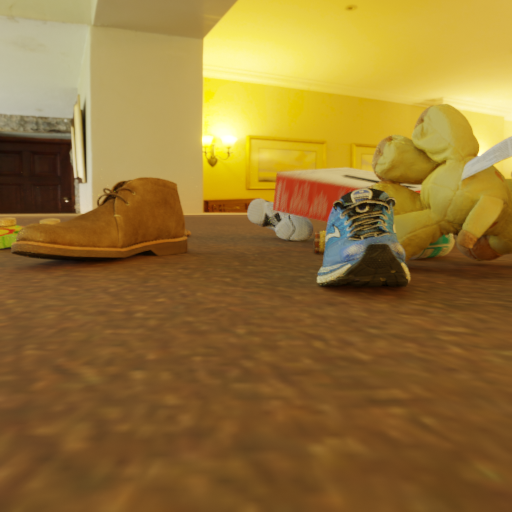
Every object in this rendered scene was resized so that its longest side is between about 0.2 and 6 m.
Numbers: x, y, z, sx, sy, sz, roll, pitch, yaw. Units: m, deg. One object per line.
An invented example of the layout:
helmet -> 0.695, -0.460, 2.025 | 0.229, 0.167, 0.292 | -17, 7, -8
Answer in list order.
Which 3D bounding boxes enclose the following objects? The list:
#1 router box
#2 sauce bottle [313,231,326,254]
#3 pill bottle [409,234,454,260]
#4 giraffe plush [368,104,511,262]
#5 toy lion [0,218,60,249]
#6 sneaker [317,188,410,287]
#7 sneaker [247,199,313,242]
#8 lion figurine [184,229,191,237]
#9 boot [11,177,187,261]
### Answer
router box -> 2.469, -1.224, 11.937 | 2.970, 0.809, 3.310 | 16, 18, 30
sauce bottle -> 1.653, -0.223, 9.891 | 1.284, 0.424, 0.424 | 2, 6, 2
pill bottle -> 2.668, -0.272, 9.191 | 1.151, 0.637, 0.637 | -4, 7, -36
giraffe plush -> 3.109, -0.722, 7.840 | 2.184, 2.324, 2.693 | 18, -10, -28
toy lion -> -5.064, -0.374, 11.264 | 1.727, 0.593, 1.655 | 2, 13, 13
sneaker -> 1.148, -0.230, 6.411 | 0.960, 1.090, 2.445 | 0, 6, 1
sneaker -> 0.844, -0.829, 13.863 | 1.212, 0.793, 2.109 | 12, 10, -45
lion figurine -> -1.893, -0.613, 14.811 | 0.424, 0.251, 0.692 | 4, 5, 20
boot -> -2.385, -0.597, 8.997 | 1.324, 1.358, 3.598 | 5, 8, 26
